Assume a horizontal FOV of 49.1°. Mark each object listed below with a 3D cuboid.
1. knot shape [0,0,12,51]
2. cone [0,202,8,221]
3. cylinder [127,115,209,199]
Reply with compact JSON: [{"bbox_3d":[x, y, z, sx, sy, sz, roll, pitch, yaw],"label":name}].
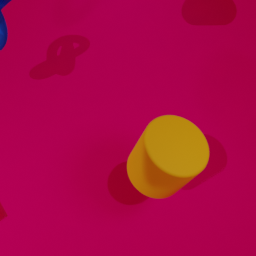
[{"bbox_3d":[-3.015,-2.517,5.908,0.844,1.826,1.709,31,60,10],"label":"knot shape"},{"bbox_3d":[-1.735,0.954,3.210,1.113,1.117,1.113,-5,67,13],"label":"cone"},{"bbox_3d":[0.649,0.526,4.876,1.116,1.116,1.116,8,57,-13],"label":"cylinder"}]
